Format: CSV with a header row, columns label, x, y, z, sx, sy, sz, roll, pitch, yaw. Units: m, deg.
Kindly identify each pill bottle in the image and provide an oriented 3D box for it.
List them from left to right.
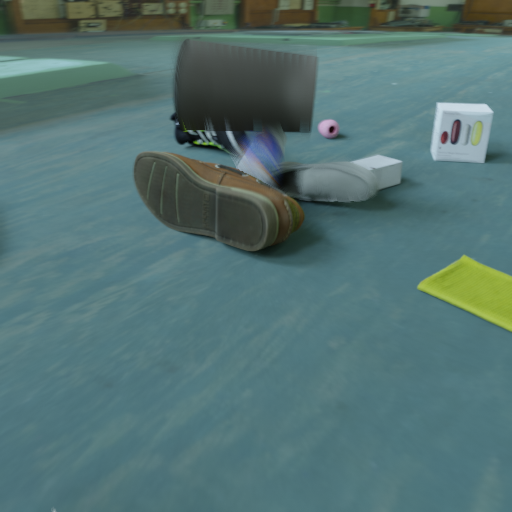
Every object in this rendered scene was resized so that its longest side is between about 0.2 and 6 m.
label,x,y,z,sx,sy,sz,roll,pitch,yaw
pill bottle,0.142,-1.884,10.467,0.634,0.634,1.132,14,59,25

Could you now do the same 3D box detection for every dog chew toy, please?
label,x,y,z,sx,sy,sz,roll,pitch,yaw
dog chew toy,1.964,-3.519,15.473,0.508,0.508,0.816,-6,19,-11

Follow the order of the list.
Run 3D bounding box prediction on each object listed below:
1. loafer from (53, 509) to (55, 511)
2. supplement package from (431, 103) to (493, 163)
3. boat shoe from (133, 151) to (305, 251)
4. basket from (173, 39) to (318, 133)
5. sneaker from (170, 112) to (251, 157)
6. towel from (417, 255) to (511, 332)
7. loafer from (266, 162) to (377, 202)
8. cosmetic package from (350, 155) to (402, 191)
label,x,y,z,sx,sy,sz,roll,pitch,yaw
loafer,-2.556,2.377,3.214,3.555,1.337,1.238,-3,14,-14
supplement package,4.943,-2.982,13.545,1.176,1.230,0.904,4,27,9
boat shoe,-0.742,-0.999,9.868,3.472,1.249,1.180,29,32,32
basket,-0.115,-2.951,9.999,2.325,1.581,2.096,5,15,4
sneaker,-1.272,-3.133,14.331,1.518,1.314,3.666,-33,33,-5
towel,3.660,0.713,7.359,1.221,0.256,2.838,-20,33,-36
loafer,1.167,-1.379,10.770,2.356,0.824,0.822,9,29,39
cosmetic package,2.381,-1.717,11.828,1.307,0.530,0.738,-21,32,-34
